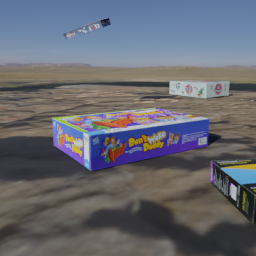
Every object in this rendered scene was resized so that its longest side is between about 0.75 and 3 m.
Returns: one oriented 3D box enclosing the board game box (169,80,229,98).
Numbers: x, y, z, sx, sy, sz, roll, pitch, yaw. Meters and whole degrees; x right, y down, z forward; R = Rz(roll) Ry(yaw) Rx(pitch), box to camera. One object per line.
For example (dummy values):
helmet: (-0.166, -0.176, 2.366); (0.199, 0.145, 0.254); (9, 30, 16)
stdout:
board game box: (4.450, -2.498, 17.671); (2.212, 0.964, 2.998); (-10, 16, -35)

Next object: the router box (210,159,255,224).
router box: (2.110, 0.768, 3.791); (1.607, 0.410, 1.199); (-2, 12, -7)

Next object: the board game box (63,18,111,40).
board game box: (-1.642, -4.014, 11.350); (1.681, 0.291, 1.139); (-12, 22, 20)

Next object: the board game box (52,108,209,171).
board game box: (0.054, 0.095, 6.323); (2.949, 0.660, 1.983); (-8, 15, -33)
